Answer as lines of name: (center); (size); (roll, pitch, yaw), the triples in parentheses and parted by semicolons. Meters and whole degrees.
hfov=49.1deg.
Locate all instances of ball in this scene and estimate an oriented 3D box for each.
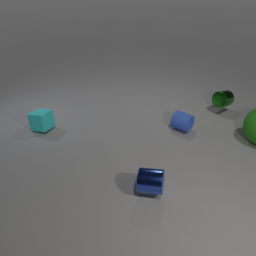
ball: (4.860, -0.062, 10.004); (1.400, 1.400, 1.400); (0, 31, 0)

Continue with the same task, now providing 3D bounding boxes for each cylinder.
cylinder: (2.134, -0.263, 10.968); (0.700, 0.700, 0.700); (24, 38, 31)
cylinder: (0.637, 1.469, 7.776); (0.700, 0.700, 0.700); (3, 31, 12)
cylinder: (4.112, -1.265, 12.132); (0.700, 0.700, 0.700); (-13, 31, -41)

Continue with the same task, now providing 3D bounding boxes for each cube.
cube: (-3.394, -0.309, 11.006); (0.700, 0.700, 0.700); (5, 26, 23)
